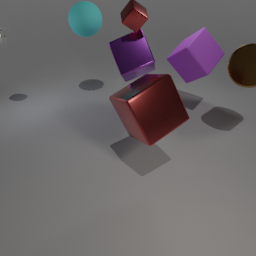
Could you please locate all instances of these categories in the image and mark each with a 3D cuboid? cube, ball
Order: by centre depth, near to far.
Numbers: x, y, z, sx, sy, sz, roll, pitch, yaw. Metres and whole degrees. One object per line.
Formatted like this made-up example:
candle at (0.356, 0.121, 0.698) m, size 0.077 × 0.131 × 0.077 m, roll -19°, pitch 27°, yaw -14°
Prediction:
cube at (0.562, -0.563, 7.795) m, size 1.400 × 1.400 × 1.400 m, roll -34°, pitch 21°, yaw -14°
cube at (0.220, -4.033, 10.061) m, size 0.700 × 0.700 × 0.700 m, roll 22°, pitch 43°, yaw -32°
cube at (0.201, -2.860, 11.260) m, size 1.400 × 1.400 × 1.400 m, roll -22°, pitch -3°, yaw 5°
cube at (2.766, -2.941, 11.516) m, size 1.400 × 1.400 × 1.400 m, roll -50°, pitch 16°, yaw -23°
ball at (-1.781, -4.540, 11.703) m, size 1.400 × 1.400 × 1.400 m, roll 0°, pitch 32°, yaw 0°

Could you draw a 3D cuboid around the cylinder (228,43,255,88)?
cylinder at (4.294, -2.105, 9.520) m, size 1.400 × 1.400 × 1.400 m, roll 22°, pitch 22°, yaw 31°
